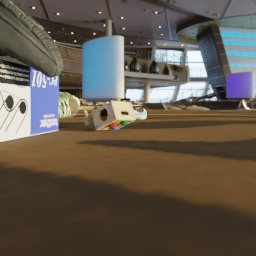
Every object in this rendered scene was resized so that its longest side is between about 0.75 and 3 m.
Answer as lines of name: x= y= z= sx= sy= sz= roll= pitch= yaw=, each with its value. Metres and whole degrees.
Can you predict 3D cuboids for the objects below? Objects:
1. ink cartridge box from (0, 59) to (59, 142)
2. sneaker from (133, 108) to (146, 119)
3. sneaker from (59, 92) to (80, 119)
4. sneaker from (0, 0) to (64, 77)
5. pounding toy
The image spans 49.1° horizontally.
ink cartridge box: x=-2.073 y=-0.482 z=4.961 sx=0.607 sy=1.291 sz=2.746 roll=2 pitch=4 yaw=10
sneaker: x=0.072 y=-0.507 z=10.559 sx=1.274 sy=0.462 sz=0.458 roll=-7 pitch=11 yaw=-13
sneaker: x=-1.932 y=-0.651 z=7.756 sx=1.124 sy=0.840 sz=2.504 roll=1 pitch=9 yaw=-4
sneaker: x=-2.313 y=-1.574 z=4.317 sx=2.832 sy=1.286 sz=1.076 roll=36 pitch=6 yaw=-7
pounding toy: x=-0.545 y=-0.163 z=6.216 sx=1.073 sy=0.491 sz=0.943 roll=-26 pitch=-16 yaw=37
